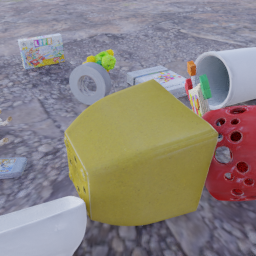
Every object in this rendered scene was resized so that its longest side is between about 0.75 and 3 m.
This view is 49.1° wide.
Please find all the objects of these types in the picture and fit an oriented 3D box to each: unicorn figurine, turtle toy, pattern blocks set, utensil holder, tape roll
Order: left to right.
[{"bbox_3d":[-3.652,0.074,7.436,1.349,0.726,1.965,-21,35,29],"label":"unicorn figurine"},{"bbox_3d":[-1.259,-1.465,9.323,1.362,1.362,0.450,12,31,18],"label":"tape roll"},{"bbox_3d":[-0.887,-2.213,9.684,1.044,0.724,1.433,-27,4,-26],"label":"turtle toy"},{"bbox_3d":[1.804,-0.479,7.070,0.222,2.405,2.736,-13,-9,5],"label":"pattern blocks set"},{"bbox_3d":[3.585,-1.708,9.404,2.203,1.872,1.872,-13,35,-24],"label":"utensil holder"}]

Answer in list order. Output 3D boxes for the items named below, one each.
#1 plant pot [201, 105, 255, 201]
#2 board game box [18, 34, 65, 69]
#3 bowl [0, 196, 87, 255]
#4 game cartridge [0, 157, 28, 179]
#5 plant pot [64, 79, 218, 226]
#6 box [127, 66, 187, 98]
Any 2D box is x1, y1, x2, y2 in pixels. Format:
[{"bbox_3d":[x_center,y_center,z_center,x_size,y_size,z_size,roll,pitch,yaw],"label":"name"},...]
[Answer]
[{"bbox_3d":[2.531,0.469,5.482,1.757,1.930,1.930,-9,23,38],"label":"plant pot"},{"bbox_3d":[-3.831,-3.439,12.536,1.861,1.251,0.319,-20,38,-27],"label":"board game box"},{"bbox_3d":[-1.649,1.745,4.436,2.020,0.755,2.023,-14,-6,-21],"label":"bowl"},{"bbox_3d":[-2.986,0.969,6.787,0.939,0.195,0.625,-2,29,-2],"label":"game cartridge"},{"bbox_3d":[0.015,0.603,5.433,2.177,2.114,2.128,-17,41,-23],"label":"plant pot"},{"bbox_3d":[1.192,-1.716,10.648,1.682,0.444,2.157,-17,38,-24],"label":"box"}]
